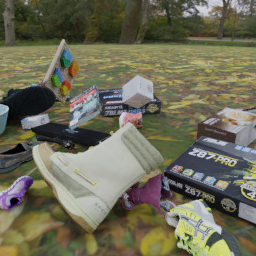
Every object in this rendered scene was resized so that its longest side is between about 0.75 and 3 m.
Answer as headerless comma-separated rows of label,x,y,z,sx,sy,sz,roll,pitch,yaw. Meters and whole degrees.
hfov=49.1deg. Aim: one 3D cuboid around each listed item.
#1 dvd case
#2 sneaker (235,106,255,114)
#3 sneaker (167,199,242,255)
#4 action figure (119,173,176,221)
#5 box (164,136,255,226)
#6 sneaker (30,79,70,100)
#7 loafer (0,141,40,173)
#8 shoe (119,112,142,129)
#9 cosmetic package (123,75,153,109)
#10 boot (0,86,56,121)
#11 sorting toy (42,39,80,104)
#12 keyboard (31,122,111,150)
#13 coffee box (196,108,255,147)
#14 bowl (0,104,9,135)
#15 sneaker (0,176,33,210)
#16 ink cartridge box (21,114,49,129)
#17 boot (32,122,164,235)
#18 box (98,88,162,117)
dvd case,-1.458,-0.724,9.299,1.127,0.170,1.543,-29,38,14
sneaker,5.401,-0.704,12.162,1.535,0.609,0.567,8,24,22
sneaker,1.314,2.067,4.954,0.830,0.819,2.173,-10,12,-6
action figure,0.318,1.519,6.358,1.422,1.059,0.953,-17,30,33
box,2.515,1.162,6.946,2.575,0.632,2.075,17,34,39
sneaker,-4.242,-2.326,15.299,2.718,1.298,1.078,12,16,26
loafer,-3.273,0.727,8.517,0.643,0.563,1.789,7,22,18
shoe,0.137,-0.226,10.866,0.817,0.641,1.795,-2,18,5
cosmetic package,0.414,-1.499,11.868,0.867,0.872,1.042,19,-31,-33
boot,-4.408,-1.266,12.182,2.963,1.132,2.490,-20,21,4
sorting toy,-2.828,-2.407,12.516,0.427,2.165,2.339,16,-15,13
keyboard,-2.235,0.301,10.010,2.997,0.309,1.905,10,17,26
coffee box,3.479,0.097,9.647,1.309,0.912,2.289,18,28,39
bowl,-5.284,-0.151,10.179,1.912,1.000,1.912,-1,22,0
sneaker,-2.607,1.569,6.619,0.492,0.447,1.112,16,30,22
ink cartridge box,-3.720,-0.275,11.281,0.657,0.385,0.909,1,19,22
boot,-0.826,0.701,6.591,2.309,1.076,2.986,-40,42,-13
box,-0.097,-1.338,13.721,2.791,0.693,2.770,-5,21,-11
